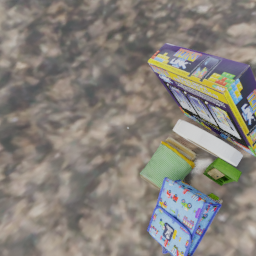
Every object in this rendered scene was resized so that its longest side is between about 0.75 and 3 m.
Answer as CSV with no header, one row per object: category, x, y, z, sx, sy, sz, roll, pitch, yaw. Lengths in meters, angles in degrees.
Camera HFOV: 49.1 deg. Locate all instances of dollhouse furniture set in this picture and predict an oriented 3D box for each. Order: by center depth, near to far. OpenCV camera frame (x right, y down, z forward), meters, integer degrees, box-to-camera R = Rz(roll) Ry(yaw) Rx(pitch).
dollhouse furniture set,1.543,1.211,7.345,2.121,1.064,1.389,33,75,10

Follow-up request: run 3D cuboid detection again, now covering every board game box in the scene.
board game box,1.944,-0.757,6.693,0.778,2.268,2.743,-44,37,-3

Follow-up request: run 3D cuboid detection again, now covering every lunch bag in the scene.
lunch bag,1.242,2.292,6.885,1.291,0.807,1.715,27,96,45

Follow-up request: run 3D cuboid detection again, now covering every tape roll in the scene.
tape roll,2.018,0.373,7.207,1.851,1.851,0.338,30,92,9
